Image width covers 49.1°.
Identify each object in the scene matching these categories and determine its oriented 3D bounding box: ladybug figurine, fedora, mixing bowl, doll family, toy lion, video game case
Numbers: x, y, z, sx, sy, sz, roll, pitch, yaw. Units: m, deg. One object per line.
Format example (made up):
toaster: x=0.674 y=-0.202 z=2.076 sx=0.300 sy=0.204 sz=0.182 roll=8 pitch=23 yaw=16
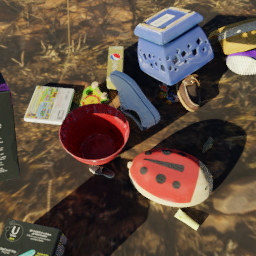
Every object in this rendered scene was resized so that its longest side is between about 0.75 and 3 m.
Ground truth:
ladybug figurine: x=1.358 y=1.464 z=9.029 sx=2.830 sy=1.018 sz=1.921 roll=10 pitch=56 yaw=7
fedora: x=5.079 y=-3.993 z=12.375 sx=2.960 sy=2.960 sz=1.207 roll=-15 pitch=97 yaw=-10
mixing bowl: x=-1.088 y=0.391 z=9.645 sx=2.289 sy=1.240 sz=2.289 roll=0 pitch=56 yaw=0
doll family: x=1.662 y=-1.323 z=11.379 sx=1.115 sy=0.503 sz=0.692 roll=32 pitch=52 yaw=0
toy lion: x=-1.430 y=-1.175 z=11.306 sx=1.123 sy=0.402 sz=1.172 roll=-33 pitch=61 yaw=-12
video game case: x=-3.107 y=-0.937 z=11.207 sx=1.589 sy=0.200 sz=1.746 roll=6 pitch=56 yaw=4

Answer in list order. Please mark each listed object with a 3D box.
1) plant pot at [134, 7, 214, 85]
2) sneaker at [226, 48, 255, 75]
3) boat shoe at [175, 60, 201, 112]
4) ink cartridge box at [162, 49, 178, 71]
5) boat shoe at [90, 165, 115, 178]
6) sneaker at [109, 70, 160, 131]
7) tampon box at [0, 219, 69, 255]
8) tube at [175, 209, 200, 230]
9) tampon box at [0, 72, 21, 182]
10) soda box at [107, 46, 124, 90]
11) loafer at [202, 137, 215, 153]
plant pot: x=1.192 y=-2.383 z=7.814 sx=1.630 sy=1.465 sz=1.630 roll=-34 pitch=41 yaw=-11
sneaker: x=5.524 y=-3.053 z=12.340 sx=2.545 sy=0.885 sz=1.266 roll=4 pitch=49 yaw=-2
boat shoe: x=2.455 y=-1.880 z=11.293 sx=0.902 sy=0.901 sz=2.563 roll=15 pitch=51 yaw=-32
ink cartridge box: x=1.800 y=-3.033 z=12.356 sx=0.688 sy=0.676 sz=0.935 roll=31 pitch=61 yaw=19
boat shoe: x=-0.885 y=1.431 z=9.501 sx=0.895 sy=0.290 sz=0.322 roll=19 pitch=57 yaw=13
sneaker: x=0.066 y=-1.058 z=10.563 sx=0.939 sy=0.969 sz=2.652 roll=-37 pitch=78 yaw=-23
tampon box: x=-2.671 y=3.672 z=7.338 sx=1.517 sy=1.278 sz=2.024 roll=10 pitch=56 yaw=7
tube: x=1.821 y=2.830 z=8.607 sx=0.760 sy=0.197 sz=0.220 roll=32 pitch=23 yaw=26
tampon box: x=-3.637 y=-0.058 z=6.751 sx=1.510 sy=2.392 sz=1.792 roll=-11 pitch=34 yaw=-30
soda box: x=-0.530 y=-2.600 z=12.052 sx=0.651 sy=0.688 sz=2.032 roll=1 pitch=56 yaw=1
loafer: x=2.890 y=0.619 z=10.070 sx=0.254 sy=0.287 sz=0.755 roll=25 pitch=59 yaw=23
